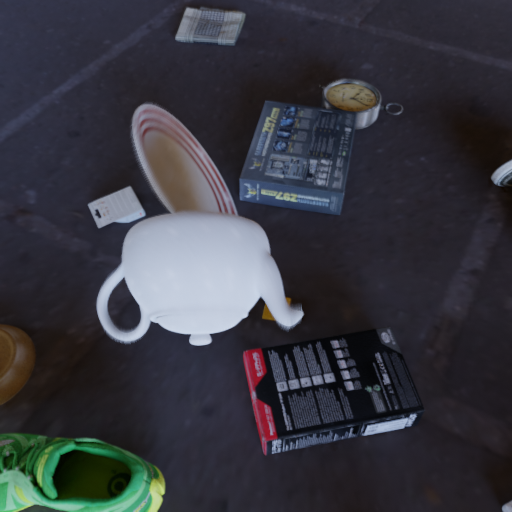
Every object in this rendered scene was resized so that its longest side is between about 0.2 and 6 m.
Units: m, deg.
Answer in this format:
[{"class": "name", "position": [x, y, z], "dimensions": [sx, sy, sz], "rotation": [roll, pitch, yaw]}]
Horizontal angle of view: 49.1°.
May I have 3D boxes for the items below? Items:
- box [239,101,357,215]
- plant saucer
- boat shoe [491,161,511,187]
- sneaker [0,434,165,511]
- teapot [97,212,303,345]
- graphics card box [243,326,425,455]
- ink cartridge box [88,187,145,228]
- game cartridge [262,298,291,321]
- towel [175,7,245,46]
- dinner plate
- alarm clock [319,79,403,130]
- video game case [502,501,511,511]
[{"class": "box", "position": [0.847, -1.933, 10.705], "dimensions": [1.903, 0.616, 2.414], "rotation": [9, 51, 7]}, {"class": "plant saucer", "position": [-3.943, 1.530, 8.030], "dimensions": [1.447, 0.256, 1.447], "rotation": [0, 50, 0]}, {"class": "boat shoe", "position": [5.219, -1.477, 10.277], "dimensions": [1.817, 0.643, 0.579], "rotation": [-10, 59, -14]}, {"class": "sneaker", "position": [-2.449, 2.501, 6.634], "dimensions": [2.713, 1.134, 1.005], "rotation": [3, 51, 3]}, {"class": "teapot", "position": [-0.804, 0.397, 7.325], "dimensions": [2.068, 2.095, 1.530], "rotation": [6, 75, -29]}, {"class": "graphics card box", "position": [1.005, 1.789, 7.617], "dimensions": [2.161, 0.550, 1.356], "rotation": [-10, 50, -7]}, {"class": "ink cartridge box", "position": [-2.511, -0.828, 10.092], "dimensions": [0.845, 0.212, 0.685], "rotation": [-26, 55, -10]}, {"class": "game cartridge", "position": [0.323, 0.824, 8.755], "dimensions": [0.385, 0.071, 0.436], "rotation": [9, 53, 7]}, {"class": "towel", "position": [-1.143, -5.892, 14.268], "dimensions": [1.541, 0.276, 1.600], "rotation": [7, 50, 6]}, {"class": "dinner plate", "position": [-1.142, -1.207, 9.092], "dimensions": [0.327, 2.700, 2.700], "rotation": [-31, 48, 20]}, {"class": "alarm clock", "position": [2.153, -3.132, 11.734], "dimensions": [1.794, 0.597, 1.210], "rotation": [7, 50, 9]}, {"class": "video game case", "position": [3.872, 3.341, 6.559], "dimensions": [1.302, 0.169, 1.430], "rotation": [-19, 52, -15]}]
